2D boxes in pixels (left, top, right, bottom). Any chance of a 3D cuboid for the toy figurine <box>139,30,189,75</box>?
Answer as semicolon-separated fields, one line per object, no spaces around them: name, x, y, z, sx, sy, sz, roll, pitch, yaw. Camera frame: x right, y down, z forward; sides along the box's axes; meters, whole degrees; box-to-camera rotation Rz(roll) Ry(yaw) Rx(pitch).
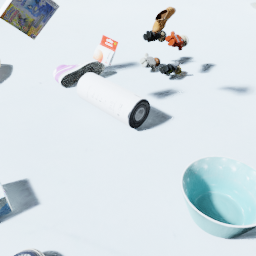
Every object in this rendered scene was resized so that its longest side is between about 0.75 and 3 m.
toy figurine;1.442;-3.048;11.242;1.731;1.704;1.204;24;27;35

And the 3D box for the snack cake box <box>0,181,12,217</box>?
snack cake box;-3.588;1.722;6.081;1.746;0.587;1.004;-23;43;-26

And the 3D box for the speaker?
speaker;-0.544;-0.949;9.106;2.504;1.017;1.017;30;47;33

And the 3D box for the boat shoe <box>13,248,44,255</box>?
boat shoe;-2.384;2.810;4.104;1.076;1.336;2.881;19;43;22

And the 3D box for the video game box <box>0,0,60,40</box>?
video game box;-3.366;-4.034;9.572;1.570;1.430;0.367;-47;50;13

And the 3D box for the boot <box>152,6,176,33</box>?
boot;0.893;-3.003;7.795;0.343;0.930;0.719;46;36;1

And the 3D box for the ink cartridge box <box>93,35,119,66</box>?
ink cartridge box;-0.685;-2.353;8.508;0.623;0.768;0.193;30;28;18

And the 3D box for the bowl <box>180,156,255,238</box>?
bowl;1.999;1.560;5.980;1.855;0.970;1.855;0;39;0

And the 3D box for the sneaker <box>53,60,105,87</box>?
sneaker;-2.009;-2.364;11.148;2.032;0.736;1.158;-23;41;-26
